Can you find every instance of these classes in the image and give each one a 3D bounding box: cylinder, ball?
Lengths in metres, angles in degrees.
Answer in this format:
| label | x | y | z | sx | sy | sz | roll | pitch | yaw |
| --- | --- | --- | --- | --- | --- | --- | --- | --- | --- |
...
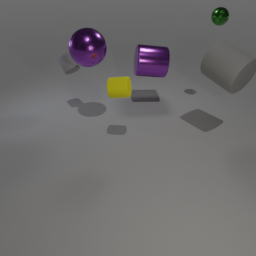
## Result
| label | x | y | z | sx | sy | sz | roll | pitch | yaw |
| --- | --- | --- | --- | --- | --- | --- | --- | --- | --- |
| cylinder | -2.488 | -2.732 | 11.850 | 0.700 | 0.700 | 0.700 | -27 | -1 | -1 |
| cylinder | 3.540 | -2.155 | 9.846 | 1.400 | 1.400 | 1.400 | -22 | 53 | -32 |
| cylinder | 1.054 | -3.046 | 12.807 | 1.400 | 1.400 | 1.400 | 3 | 30 | -8 |
| ball | 3.731 | -4.520 | 11.338 | 0.700 | 0.700 | 0.700 | 0 | 31 | 0 |
| ball | -1.478 | -2.953 | 10.305 | 1.400 | 1.400 | 1.400 | 0 | 31 | 0 |
| cylinder | -0.290 | -1.386 | 9.573 | 0.700 | 0.700 | 0.700 | -1 | 30 | 14 |
